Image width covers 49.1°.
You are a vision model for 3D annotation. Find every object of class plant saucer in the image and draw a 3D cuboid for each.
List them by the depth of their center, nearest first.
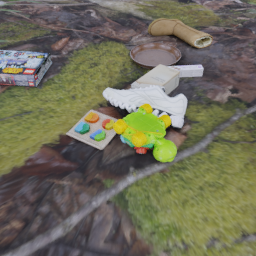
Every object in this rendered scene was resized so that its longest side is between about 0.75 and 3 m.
[{"bbox_3d":[1.137,-2.979,11.710,2.114,0.339,2.114,1,41,0],"label":"plant saucer"}]

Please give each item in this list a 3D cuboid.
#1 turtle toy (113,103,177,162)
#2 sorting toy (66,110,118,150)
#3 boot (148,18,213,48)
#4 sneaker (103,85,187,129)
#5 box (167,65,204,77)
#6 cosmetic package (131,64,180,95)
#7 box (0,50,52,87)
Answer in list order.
[{"bbox_3d":[0.537,0.212,7.624,1.361,0.944,1.867,-33,52,-31],"label":"turtle toy"},{"bbox_3d":[-0.955,-0.027,8.420,1.290,0.254,1.394,21,45,22],"label":"sorting toy"},{"bbox_3d":[2.384,-4.388,12.987,2.070,0.782,2.364,-21,47,-22],"label":"boot"},{"bbox_3d":[0.519,-0.849,8.555,2.660,1.078,0.999,19,5,15],"label":"sneaker"},{"bbox_3d":[2.017,-2.177,10.793,1.712,0.355,0.331,-4,42,-3],"label":"box"},{"bbox_3d":[0.979,-1.508,9.815,0.908,0.641,1.754,27,47,27],"label":"cosmetic package"},{"bbox_3d":[-4.559,-2.363,10.850,2.699,0.538,1.848,4,42,4],"label":"box"}]
